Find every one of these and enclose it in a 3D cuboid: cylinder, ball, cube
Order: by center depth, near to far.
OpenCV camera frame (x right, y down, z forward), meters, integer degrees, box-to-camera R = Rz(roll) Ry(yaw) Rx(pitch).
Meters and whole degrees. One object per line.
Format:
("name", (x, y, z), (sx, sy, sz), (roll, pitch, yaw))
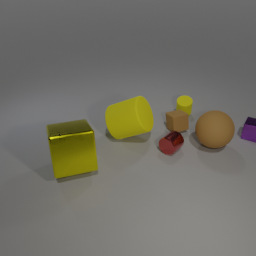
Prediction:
("cube", (-1.875, 0.635, 9.290), (1.400, 1.400, 1.400), (-10, 20, -16))
("ball", (3.200, 0.048, 10.345), (1.400, 1.400, 1.400), (0, 32, 0))
("cylinder", (1.610, 0.548, 10.400), (0.700, 0.700, 0.700), (24, 39, 33))
("cylinder", (0.066, -0.384, 10.801), (1.400, 1.400, 1.400), (-15, 23, 28))
("cube", (5.001, 0.068, 11.185), (0.700, 0.700, 0.700), (18, 36, 26))
("cube", (2.038, -0.291, 11.616), (0.700, 0.700, 0.700), (-13, 22, -15))
("cylinder", (2.540, -0.985, 12.646), (0.700, 0.700, 0.700), (-3, 50, 4))
